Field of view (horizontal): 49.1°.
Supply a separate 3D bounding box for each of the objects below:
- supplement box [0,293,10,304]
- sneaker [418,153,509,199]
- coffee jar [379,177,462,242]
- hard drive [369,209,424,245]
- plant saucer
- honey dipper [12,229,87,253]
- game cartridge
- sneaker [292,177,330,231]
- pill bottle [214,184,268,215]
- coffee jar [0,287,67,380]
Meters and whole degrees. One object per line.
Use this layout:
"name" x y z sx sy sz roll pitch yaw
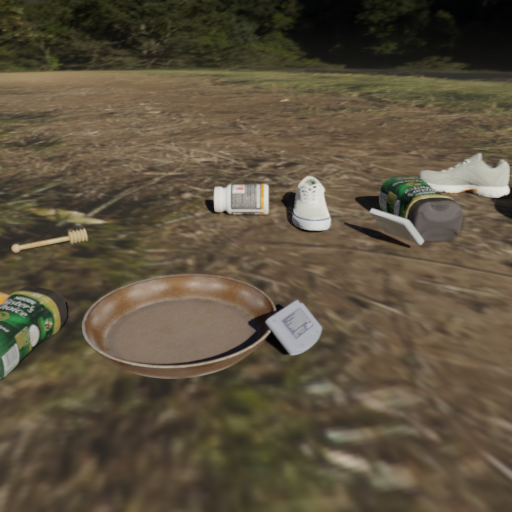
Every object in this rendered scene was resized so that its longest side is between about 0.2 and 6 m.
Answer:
"supplement box" -3.368 0.594 7.075 0.942 0.313 0.324 11 -4 28
"sneaker" 4.555 -1.837 12.278 1.919 0.882 0.726 9 24 21
"coffee jar" 2.932 -0.860 10.081 0.936 0.766 1.796 -3 23 -8
"hard drive" 2.303 -0.485 9.229 0.115 0.567 0.860 -51 33 -6
"plant saucer" -0.881 0.814 6.624 2.235 0.358 2.235 1 23 0
"honey dipper" -3.441 -0.237 9.345 1.192 0.226 0.226 -12 26 -20
"game cartridge" 0.458 0.829 6.418 0.535 0.164 0.803 48 28 11
"sneaker" 1.001 -1.021 10.579 0.699 0.678 1.915 -1 23 -3
"pill bottle" -0.281 -1.092 10.866 1.036 0.603 0.603 1 23 1
"coffee jar" -2.741 0.828 6.304 0.690 0.564 1.322 6 23 13
